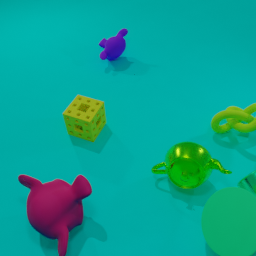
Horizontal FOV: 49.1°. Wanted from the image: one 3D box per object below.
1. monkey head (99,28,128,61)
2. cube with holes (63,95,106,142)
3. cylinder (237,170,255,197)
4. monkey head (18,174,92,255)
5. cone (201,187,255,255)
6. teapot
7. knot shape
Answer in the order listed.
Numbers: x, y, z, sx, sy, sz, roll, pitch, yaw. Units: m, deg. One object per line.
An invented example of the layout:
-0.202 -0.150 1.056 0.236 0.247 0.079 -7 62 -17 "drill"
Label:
-0.587 -2.887 9.776 1.005 0.842 1.397 37 81 7 "monkey head"
-1.134 -0.259 7.500 0.794 0.794 0.794 17 50 16 "cube with holes"
2.946 1.362 5.776 0.967 0.967 0.967 -17 60 -15 "cylinder"
-1.338 1.468 5.414 1.067 1.273 1.770 -18 68 -48 "monkey head"
2.256 1.857 5.268 1.235 1.231 1.231 25 35 -35 "cone"
1.366 0.873 6.170 1.750 1.088 0.857 -5 21 22 "teapot"
2.959 -0.252 7.228 1.387 0.641 1.298 -16 5 -26 "knot shape"
